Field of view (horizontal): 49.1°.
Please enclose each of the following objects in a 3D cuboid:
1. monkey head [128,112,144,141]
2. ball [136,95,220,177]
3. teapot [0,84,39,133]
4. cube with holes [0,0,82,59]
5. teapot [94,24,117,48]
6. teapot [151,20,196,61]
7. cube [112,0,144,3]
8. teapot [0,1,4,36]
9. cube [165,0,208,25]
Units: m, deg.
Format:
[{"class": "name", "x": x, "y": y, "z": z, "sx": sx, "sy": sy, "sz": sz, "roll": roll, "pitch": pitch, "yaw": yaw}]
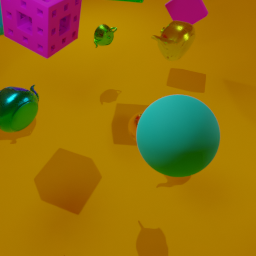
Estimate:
[{"class": "monkey head", "x": 0.368, "y": 0.101, "z": 5.183, "sx": 0.689, "sy": 1.143, "sz": 0.822, "roll": -9, "pitch": 93, "yaw": -2}, {"class": "ball", "x": 0.652, "y": 0.104, "z": 3.707, "sx": 1.083, "sy": 1.083, "sz": 1.083, "roll": 0, "pitch": 47, "yaw": 0}, {"class": "teapot", "x": -1.754, "y": -0.341, "z": 4.319, "sx": 0.580, "sy": 0.737, "sz": 1.185, "roll": 34, "pitch": 45, "yaw": 12}, {"class": "cube with holes", "x": -1.806, "y": -2.422, "z": 5.936, "sx": 1.141, "sy": 1.141, "sz": 1.141, "roll": 29, "pitch": 48, "yaw": 9}, {"class": "teapot", "x": -0.747, "y": -2.866, "z": 8.804, "sx": 0.530, "sy": 0.673, "sz": 1.083, "roll": 32, "pitch": 65, "yaw": 31}, {"class": "teapot", "x": 1.028, "y": -2.021, "z": 6.369, "sx": 0.731, "sy": 0.929, "sz": 1.493, "roll": 41, "pitch": 37, "yaw": 12}, {"class": "cube", "x": -0.088, "y": -4.090, "z": 7.186, "sx": 1.149, "sy": 1.149, "sz": 1.149, "roll": 7, "pitch": 57, "yaw": 3}, {"class": "teapot", "x": -3.631, "y": -2.992, "z": 7.347, "sx": 1.287, "sy": 2.069, "sz": 1.013, "roll": 6, "pitch": 21, "yaw": -14}, {"class": "cube", "x": 1.969, "y": -3.940, "z": 9.298, "sx": 1.007, "sy": 1.007, "sz": 1.007, "roll": -26, "pitch": 15, "yaw": 27}]
